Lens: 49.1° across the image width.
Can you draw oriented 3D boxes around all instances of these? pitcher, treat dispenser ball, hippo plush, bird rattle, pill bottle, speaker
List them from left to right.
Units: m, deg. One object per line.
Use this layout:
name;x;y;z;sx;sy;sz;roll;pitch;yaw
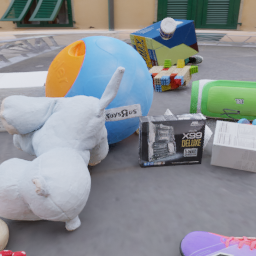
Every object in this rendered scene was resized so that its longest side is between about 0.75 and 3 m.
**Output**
bird rattle;-2.434;1.603;4.036;2.043;1.151;1.665;3;7;-1
hippo plush;-1.176;0.729;5.359;2.949;2.349;2.371;-9;52;16
treat dispenser ball;-0.748;-0.970;7.536;2.863;2.863;2.863;0;24;0
pill bottle;1.738;-4.329;12.386;0.656;0.656;1.182;1;-1;3
pitcher;1.527;0.151;7.601;1.311;1.124;0.794;27;69;16
speaker;3.619;-0.914;9.326;2.985;1.320;1.320;5;24;12

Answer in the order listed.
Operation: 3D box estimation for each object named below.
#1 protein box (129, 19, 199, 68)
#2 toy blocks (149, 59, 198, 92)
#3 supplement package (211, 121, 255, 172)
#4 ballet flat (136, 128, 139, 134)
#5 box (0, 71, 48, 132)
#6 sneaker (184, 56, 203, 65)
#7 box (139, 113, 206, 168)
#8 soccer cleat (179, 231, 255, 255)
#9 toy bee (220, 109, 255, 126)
protein box;2.193;-5.277;17.415;2.952;2.006;2.973;-27;31;-14
toy blocks;1.762;-2.250;12.795;2.474;1.237;1.692;6;34;28
supplement package;2.564;0.425;6.607;1.049;0.796;0.791;8;48;18
ballet flat;0.514;0.013;8.286;1.224;0.415;0.443;7;53;50
box;-3.328;-0.967;9.305;2.132;1.394;2.121;-4;24;-9
sneaker;3.879;-4.318;17.828;1.653;0.691;0.998;7;22;25
box;1.026;0.297;6.680;1.529;1.206;0.380;-2;24;-7
soccer cleat;1.933;1.767;3.668;2.517;0.921;0.858;13;27;26
toy bee;3.126;0.229;7.433;1.879;1.021;1.230;13;-5;-8
